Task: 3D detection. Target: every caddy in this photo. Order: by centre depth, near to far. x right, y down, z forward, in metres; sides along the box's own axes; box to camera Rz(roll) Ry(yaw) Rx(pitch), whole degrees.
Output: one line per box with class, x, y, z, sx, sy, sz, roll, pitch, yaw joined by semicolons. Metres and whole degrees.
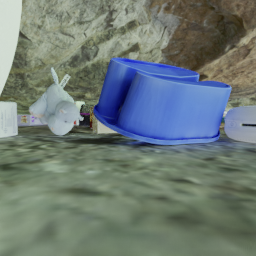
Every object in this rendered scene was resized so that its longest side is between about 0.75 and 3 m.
caddy;0.605;-0.361;4.881;2.421;1.271;1.711;-1;26;-34

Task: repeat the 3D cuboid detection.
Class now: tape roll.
tape roll;-1.845;-0.718;1.039;2.300;2.300;1.579;1;4;16

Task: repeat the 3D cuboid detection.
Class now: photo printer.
photo printer;2.582;-0.068;4.711;1.459;0.609;1.753;4;6;44

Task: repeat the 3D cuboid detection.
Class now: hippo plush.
hippo plush;-1.433;-0.409;6.347;1.065;1.324;1.055;43;14;30

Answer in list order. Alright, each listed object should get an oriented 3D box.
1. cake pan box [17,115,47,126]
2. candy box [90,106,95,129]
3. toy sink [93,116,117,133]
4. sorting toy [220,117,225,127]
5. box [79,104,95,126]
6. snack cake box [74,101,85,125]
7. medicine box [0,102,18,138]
cake pan box;-4.442;-0.337;11.635;1.840;0.481;1.695;1;1;12
candy box;0.279;-0.326;8.489;2.675;0.740;1.544;-1;3;-16
toy sink;-0.437;-0.121;7.167;0.845;0.473;0.551;-1;3;-19
sorting toy;4.092;-0.200;9.128;2.914;0.429;2.154;-3;4;-41
box;-0.922;-0.488;10.357;1.695;0.428;2.371;2;15;-7
snack cake box;-2.720;-0.644;12.278;1.733;0.997;0.582;2;3;31
medicine box;-3.119;-0.159;5.455;1.279;0.723;1.404;0;3;12
